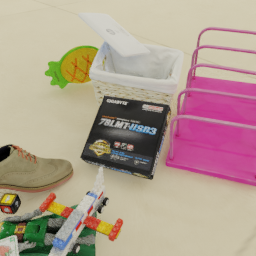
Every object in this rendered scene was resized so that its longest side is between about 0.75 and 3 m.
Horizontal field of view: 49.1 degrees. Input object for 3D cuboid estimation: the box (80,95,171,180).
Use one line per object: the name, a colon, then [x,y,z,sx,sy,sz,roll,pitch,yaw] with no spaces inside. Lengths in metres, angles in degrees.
box: [-0.025,0.139,5.868,1.554,0.386,1.542,12,72,20]

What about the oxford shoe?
oxford shoe: [-1.934,0.702,5.143,2.079,0.777,0.732,-1,26,-37]

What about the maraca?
maraca: [-1.542,-1.786,8.280,1.791,1.228,0.958,-24,49,-5]

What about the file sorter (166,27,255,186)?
file sorter: [2.026,-0.573,5.802,1.897,1.712,2.730,11,55,16]

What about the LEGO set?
LEGO set: [-1.003,1.699,3.707,2.111,0.694,2.826,-16,39,-17]

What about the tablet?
tablet: [-0.329,-2.361,6.994,1.739,0.119,1.132,45,39,18]

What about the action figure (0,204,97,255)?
action figure: [-1.463,1.676,4.463,1.887,0.516,1.114,-4,39,0]

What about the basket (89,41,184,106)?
basket: [0.248,-1.271,7.381,2.163,1.334,1.466,10,51,8]
